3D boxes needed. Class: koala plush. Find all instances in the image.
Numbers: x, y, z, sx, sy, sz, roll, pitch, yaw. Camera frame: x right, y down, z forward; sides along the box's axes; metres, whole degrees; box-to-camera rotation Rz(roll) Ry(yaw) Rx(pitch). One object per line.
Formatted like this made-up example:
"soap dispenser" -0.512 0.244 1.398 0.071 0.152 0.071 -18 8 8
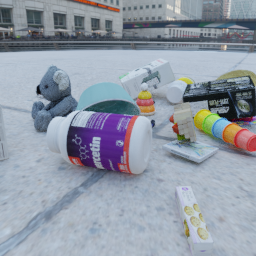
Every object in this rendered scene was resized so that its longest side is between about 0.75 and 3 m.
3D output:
"koala plush" -2.947 -1.384 11.756 2.239 2.437 2.161 -8 21 -22

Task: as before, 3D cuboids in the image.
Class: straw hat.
"straw hat" 5.726 -1.901 15.023 2.561 1.084 2.561 -21 38 17

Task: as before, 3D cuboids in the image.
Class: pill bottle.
"pill bottle" 2.888 -2.050 15.323 1.236 1.236 2.207 10 22 25
"pill bottle" -0.827 0.357 8.200 2.896 1.628 1.628 6 21 16

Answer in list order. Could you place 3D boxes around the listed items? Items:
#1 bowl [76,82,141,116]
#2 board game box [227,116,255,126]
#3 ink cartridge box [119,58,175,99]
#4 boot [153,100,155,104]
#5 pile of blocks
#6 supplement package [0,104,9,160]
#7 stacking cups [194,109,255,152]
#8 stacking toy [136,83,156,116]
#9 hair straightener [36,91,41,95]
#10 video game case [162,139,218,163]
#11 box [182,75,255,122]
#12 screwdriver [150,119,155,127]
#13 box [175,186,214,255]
"bowl" -0.814 -0.733 9.804 2.321 2.321 1.214 -6 59 -16
"board game box" 5.027 -0.555 12.508 1.939 0.378 1.532 -8 22 -21
"ink cartridge box" 1.048 -2.881 16.252 2.846 1.196 2.077 -24 20 1
"boot" 0.971 -1.390 14.907 0.886 0.321 0.639 17 24 19
"pile of blocks" 1.895 -0.121 9.886 0.818 1.081 2.632 -12 17 15
"supplement package" -4.498 -0.063 8.717 1.045 1.884 1.467 -12 31 -30
"stacking cups" 3.531 0.092 10.023 0.868 0.868 2.868 -8 21 -21
"stacking toy" 0.808 -1.396 13.208 1.076 1.473 1.076 1 20 0
"hair straightener" -4.309 -1.935 16.255 2.807 0.574 1.080 10 21 37
"video game case" 2.055 0.674 9.168 1.329 0.160 1.458 20 21 35
"box" 3.998 -1.295 12.360 2.874 1.238 2.354 -6 20 19
"screwdriver" 0.926 0.014 11.254 0.239 0.249 1.715 3 24 10
"box" 1.328 1.876 5.877 0.391 0.365 1.886 0 20 0
